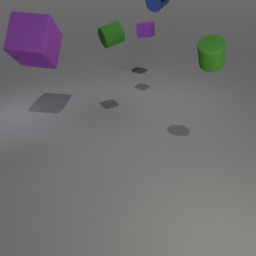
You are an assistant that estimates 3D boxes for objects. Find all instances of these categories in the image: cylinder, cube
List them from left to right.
[{"bbox_3d":[-3.271,-3.036,9.843,1.400,1.400,1.400,7,-9,6],"label":"cube"},{"bbox_3d":[-0.556,-3.135,9.420,0.700,0.700,0.700,-27,37,-13],"label":"cylinder"},{"bbox_3d":[0.900,-4.990,14.172,0.700,0.700,0.700,8,28,28],"label":"cube"},{"bbox_3d":[1.100,-4.742,10.290,0.700,0.700,0.700,21,55,31],"label":"cylinder"},{"bbox_3d":[2.213,-1.969,7.410,0.700,0.700,0.700,-9,55,13],"label":"cylinder"}]
